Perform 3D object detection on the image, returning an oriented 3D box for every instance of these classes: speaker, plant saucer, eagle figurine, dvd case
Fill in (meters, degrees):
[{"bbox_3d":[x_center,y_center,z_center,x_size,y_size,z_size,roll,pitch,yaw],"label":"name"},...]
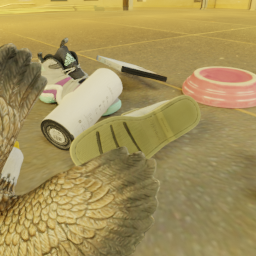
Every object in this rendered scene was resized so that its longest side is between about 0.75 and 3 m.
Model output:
[{"bbox_3d":[-1.003,-0.519,6.663,0.910,0.910,2.242,13,45,24],"label":"speaker"},{"bbox_3d":[3.204,-1.472,9.358,2.701,0.685,2.701,0,28,0],"label":"plant saucer"},{"bbox_3d":[-1.218,0.704,2.604,1.853,2.443,1.843,3,61,-49],"label":"eagle figurine"},{"bbox_3d":[0.057,-2.106,9.829,1.722,0.212,2.414,7,17,-28],"label":"dvd case"}]

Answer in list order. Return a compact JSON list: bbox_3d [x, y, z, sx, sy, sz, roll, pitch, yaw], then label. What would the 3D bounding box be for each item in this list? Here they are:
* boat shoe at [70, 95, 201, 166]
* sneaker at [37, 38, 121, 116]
[{"bbox_3d":[0.144,0.166,5.946,2.936,1.097,1.004,-19,0,-23],"label":"boat shoe"},{"bbox_3d":[-1.509,-1.511,7.919,2.850,1.993,1.108,14,33,20],"label":"sneaker"}]
